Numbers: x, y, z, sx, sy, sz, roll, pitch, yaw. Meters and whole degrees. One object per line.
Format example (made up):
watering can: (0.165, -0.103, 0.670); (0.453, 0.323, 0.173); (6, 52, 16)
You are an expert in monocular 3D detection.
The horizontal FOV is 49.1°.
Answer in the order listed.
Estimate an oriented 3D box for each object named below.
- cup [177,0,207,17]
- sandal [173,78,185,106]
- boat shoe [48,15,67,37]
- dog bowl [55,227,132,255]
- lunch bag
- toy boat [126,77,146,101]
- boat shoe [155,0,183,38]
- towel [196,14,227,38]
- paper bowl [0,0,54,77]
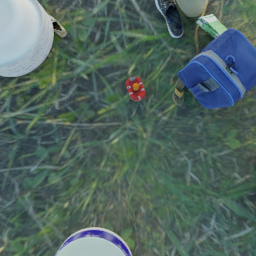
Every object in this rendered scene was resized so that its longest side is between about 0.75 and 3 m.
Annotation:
cup: (2.174, -4.212, 9.398); (1.071, 0.766, 1.071); (-11, 46, 12)
sandal: (1.748, -1.240, 9.428); (0.395, 0.265, 0.983); (11, 83, -3)
boat shoe: (-2.570, -3.581, 9.616); (1.076, 0.368, 0.402); (38, 85, 3)
dog bowl: (-1.078, 4.450, 8.498); (2.557, 1.007, 2.557); (0, 85, 0)
lunch bag: (2.671, -1.555, 8.309); (1.703, 2.574, 1.748); (-43, 92, -2)
toy boat: (0.265, -1.322, 9.300); (0.548, 0.549, 0.840); (-19, 85, -2)
boat shoe: (1.432, -3.987, 9.535); (0.640, 0.607, 1.831); (-17, 85, -2)
towel: (3.266, -2.943, 9.092); (2.080, 1.586, 0.243); (43, 128, 7)
paper bowl: (-3.882, -3.117, 8.848); (2.717, 1.413, 2.717); (-2, 79, 10)
